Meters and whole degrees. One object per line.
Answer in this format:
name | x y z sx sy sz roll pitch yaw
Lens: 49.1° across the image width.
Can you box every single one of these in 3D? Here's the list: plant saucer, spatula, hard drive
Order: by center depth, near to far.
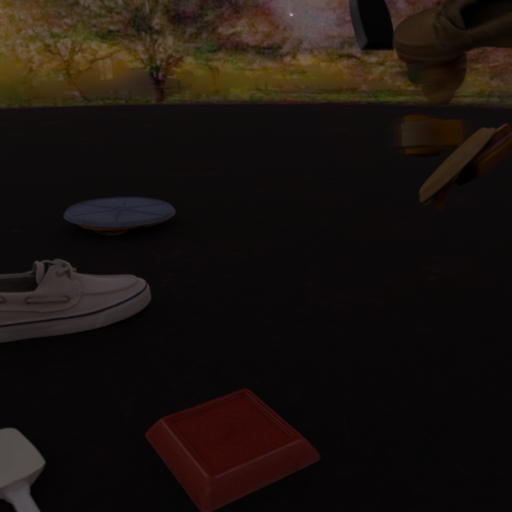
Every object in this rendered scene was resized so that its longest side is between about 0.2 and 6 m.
spatula | -2.205 2.170 4.064 1.710 0.197 2.459 -14 24 -37
plant saucer | -0.247 1.716 5.308 1.252 0.230 1.254 -12 22 -31
hard drive | 2.631 -5.268 12.635 0.913 1.354 0.287 -5 -17 -13

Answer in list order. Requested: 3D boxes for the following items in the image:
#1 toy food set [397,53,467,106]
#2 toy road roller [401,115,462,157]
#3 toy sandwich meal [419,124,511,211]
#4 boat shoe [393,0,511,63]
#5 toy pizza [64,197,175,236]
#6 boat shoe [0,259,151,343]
toy food set | 3.223 -3.632 10.320 0.368 1.514 1.499 -34 70 -15
toy road roller | 2.900 -1.979 9.151 0.994 0.611 0.726 -5 2 -44
toy sandwich meal | 3.009 -1.230 8.035 0.531 1.551 1.551 43 28 3
boat shoe | 3.230 -3.716 8.747 0.867 0.958 2.688 20 -8 -43
toy pizza | -3.021 -0.877 12.509 2.415 0.383 2.415 1 18 0
boat shoe | -2.864 0.496 7.723 2.816 0.925 1.013 -7 20 -20
